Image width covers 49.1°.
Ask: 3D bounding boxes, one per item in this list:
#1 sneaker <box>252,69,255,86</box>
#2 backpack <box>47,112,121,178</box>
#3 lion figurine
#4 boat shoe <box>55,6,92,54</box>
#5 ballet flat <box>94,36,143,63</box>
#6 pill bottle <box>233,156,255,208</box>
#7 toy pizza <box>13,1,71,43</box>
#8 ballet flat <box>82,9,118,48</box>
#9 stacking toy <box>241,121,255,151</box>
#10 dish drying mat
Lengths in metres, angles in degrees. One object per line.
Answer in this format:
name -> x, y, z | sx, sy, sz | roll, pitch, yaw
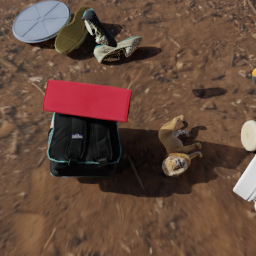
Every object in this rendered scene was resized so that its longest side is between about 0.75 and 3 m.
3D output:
sneaker -> 5.978, -1.806, 10.408 | 2.760, 1.045, 1.270 | 17, 49, 3
backpack -> -1.281, 0.290, 8.265 | 2.054, 1.791, 2.336 | 0, 62, -10
lion figurine -> 1.458, 0.529, 8.877 | 1.349, 0.798, 2.203 | -18, 42, -4
boat shoe -> -2.248, -4.107, 12.178 | 1.004, 0.866, 2.752 | 18, 63, 4
ballet flat -> -0.312, -3.183, 11.558 | 2.163, 0.751, 0.751 | -18, 56, -11
pill bottle -> 4.437, 1.908, 7.201 | 2.977, 1.701, 1.701 | 33, 61, 22
toy pizza -> -3.837, -4.727, 12.593 | 2.715, 0.430, 2.715 | -5, 59, 8
ballet flat -> -0.911, -2.980, 8.753 | 0.533, 1.458, 0.533 | -28, 33, 20
stacking toy -> 4.894, 0.248, 8.930 | 2.288, 0.977, 0.977 | 0, 54, -6
dish drying mat -> -1.094, -0.731, 7.455 | 2.343, 0.213, 0.900 | 8, 81, 9
